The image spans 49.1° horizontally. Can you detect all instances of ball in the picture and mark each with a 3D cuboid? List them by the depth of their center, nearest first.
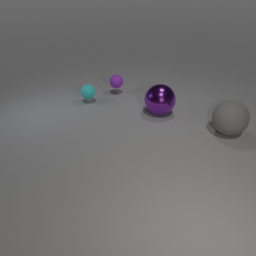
[{"bbox_3d":[4.021,-0.399,10.973,1.400,1.400,1.400,0,30,0],"label":"ball"},{"bbox_3d":[1.436,-1.263,12.564,1.400,1.400,1.400,0,30,0],"label":"ball"},{"bbox_3d":[-1.930,-1.762,13.576,0.700,0.700,0.700,0,30,0],"label":"ball"},{"bbox_3d":[-0.595,-2.403,14.459,0.700,0.700,0.700,0,30,0],"label":"ball"}]
